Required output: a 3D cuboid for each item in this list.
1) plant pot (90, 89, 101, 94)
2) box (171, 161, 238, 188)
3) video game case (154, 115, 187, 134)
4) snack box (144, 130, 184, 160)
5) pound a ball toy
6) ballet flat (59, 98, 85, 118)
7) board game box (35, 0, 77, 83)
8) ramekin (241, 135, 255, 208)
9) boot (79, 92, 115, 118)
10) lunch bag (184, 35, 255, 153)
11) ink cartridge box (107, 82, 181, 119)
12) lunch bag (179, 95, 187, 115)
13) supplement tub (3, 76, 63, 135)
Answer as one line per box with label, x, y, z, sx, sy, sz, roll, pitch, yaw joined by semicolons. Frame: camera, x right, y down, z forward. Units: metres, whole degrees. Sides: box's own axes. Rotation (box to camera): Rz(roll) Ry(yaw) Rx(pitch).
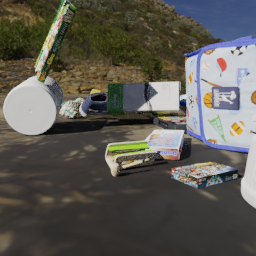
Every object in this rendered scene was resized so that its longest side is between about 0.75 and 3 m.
plant pot;-1.180;-1.042;12.512;1.103;1.173;1.173;16;8;-1
box;1.094;0.649;4.006;0.785;0.148;0.536;-5;10;-30
video game case;2.270;-0.157;8.932;2.422;0.309;2.189;-2;9;-10
snack box;0.789;0.299;6.005;0.744;0.251;2.068;2;9;13
pound a ball toy;0.029;0.529;4.441;0.870;0.369;0.567;-4;35;-28
ballet flat;-2.241;-0.781;12.289;0.861;0.861;2.399;1;11;10
board game box;-2.011;-2.373;7.575;0.250;2.129;1.116;19;22;-29
ramekin;2.088;0.456;3.118;1.509;0.792;1.509;0;9;0
boot;-0.743;-0.948;11.233;2.285;0.831;1.032;-11;-21;-35
lunch bag;2.264;-0.760;6.329;1.637;2.247;2.643;-6;11;-8
ink cartridge box;0.643;-0.944;10.211;2.483;1.047;1.814;0;-7;9
lunch bag;2.868;-0.945;11.433;1.772;1.129;1.507;7;8;-12
supplement tub;-2.703;-0.748;8.320;1.422;1.422;2.155;-1;18;-8
